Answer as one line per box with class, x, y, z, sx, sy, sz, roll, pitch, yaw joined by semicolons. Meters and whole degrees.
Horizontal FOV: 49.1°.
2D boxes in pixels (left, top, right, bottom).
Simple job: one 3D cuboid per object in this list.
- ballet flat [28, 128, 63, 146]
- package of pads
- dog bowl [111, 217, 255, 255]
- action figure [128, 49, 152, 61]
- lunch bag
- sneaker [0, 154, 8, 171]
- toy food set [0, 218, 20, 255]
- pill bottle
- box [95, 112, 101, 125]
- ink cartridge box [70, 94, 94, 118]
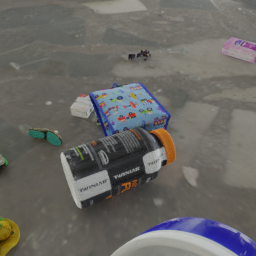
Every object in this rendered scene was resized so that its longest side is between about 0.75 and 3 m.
ballet flat;-2.362;0.195;8.299;1.198;0.406;0.451;14;25;17
package of pads;4.868;-3.351;11.969;1.465;0.554;0.883;28;52;27
dog bowl;0.875;2.675;3.769;2.723;2.723;1.073;30;16;28
action figure;0.550;-3.084;11.854;1.039;0.361;0.676;-14;38;-20
lunch bag;-0.068;-0.608;8.407;1.729;1.080;2.296;-16;53;-16
sneaker;-3.823;0.685;7.530;1.535;0.654;0.599;31;51;28
toy food set;-3.245;2.301;5.828;1.779;0.581;1.047;-7;43;-8
pill bottle;-0.169;0.820;6.815;2.634;1.399;1.399;-18;46;-18
box;-0.576;-0.365;8.923;0.930;0.299;0.326;-10;45;-12
ink cartridge box;-1.466;-0.728;9.290;0.588;0.332;0.802;13;44;14
